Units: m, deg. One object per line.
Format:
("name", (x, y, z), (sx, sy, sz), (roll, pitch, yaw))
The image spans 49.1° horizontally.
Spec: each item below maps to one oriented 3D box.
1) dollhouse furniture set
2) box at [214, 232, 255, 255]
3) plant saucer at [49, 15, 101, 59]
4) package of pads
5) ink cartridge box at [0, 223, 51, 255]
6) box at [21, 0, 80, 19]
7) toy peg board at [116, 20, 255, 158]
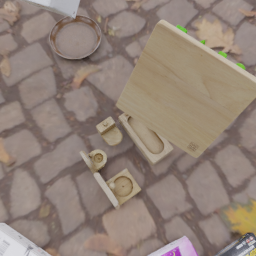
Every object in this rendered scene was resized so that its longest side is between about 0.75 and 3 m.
("dollhouse furniture set", (0.002, 0.568, 7.820), (2.424, 1.975, 2.305), (-34, 75, -10))
("box", (3.100, 3.812, 7.603), (1.574, 0.380, 1.246), (-29, 74, -9))
("plant saucer", (-1.846, -3.173, 9.936), (1.816, 0.291, 1.816), (0, 71, 0))
("package of pads", (0.930, 3.906, 7.351), (2.107, 0.797, 1.270), (-25, 74, -8))
("ink cartridge box", (-3.074, 3.757, 7.349), (2.150, 0.890, 1.575), (30, 74, 9))
("box", (-1.928, -3.141, 6.377), (1.371, 1.044, 0.729), (23, 104, 17))
("toy peg board", (1.274, -0.895, 6.123), (2.253, 2.243, 1.102), (34, 43, 4))
